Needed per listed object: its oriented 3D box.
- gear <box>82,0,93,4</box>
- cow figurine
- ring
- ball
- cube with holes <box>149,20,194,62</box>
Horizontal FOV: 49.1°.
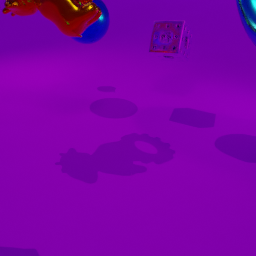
[{"bbox_3d":[-0.687,-3.074,5.949,0.231,1.247,1.247,37,13,-29],"label":"gear"},{"bbox_3d":[-1.533,-2.364,5.516,1.580,1.606,0.882,-34,8,12],"label":"cow figurine"},{"bbox_3d":[1.398,-1.571,2.535,0.369,1.847,1.847,-10,28,4],"label":"ring"},{"bbox_3d":[-1.197,-3.096,7.976,1.358,1.358,1.358,0,28,0],"label":"ball"},{"bbox_3d":[1.160,-2.290,7.460,0.829,0.829,0.829,11,3,29],"label":"cube with holes"}]
